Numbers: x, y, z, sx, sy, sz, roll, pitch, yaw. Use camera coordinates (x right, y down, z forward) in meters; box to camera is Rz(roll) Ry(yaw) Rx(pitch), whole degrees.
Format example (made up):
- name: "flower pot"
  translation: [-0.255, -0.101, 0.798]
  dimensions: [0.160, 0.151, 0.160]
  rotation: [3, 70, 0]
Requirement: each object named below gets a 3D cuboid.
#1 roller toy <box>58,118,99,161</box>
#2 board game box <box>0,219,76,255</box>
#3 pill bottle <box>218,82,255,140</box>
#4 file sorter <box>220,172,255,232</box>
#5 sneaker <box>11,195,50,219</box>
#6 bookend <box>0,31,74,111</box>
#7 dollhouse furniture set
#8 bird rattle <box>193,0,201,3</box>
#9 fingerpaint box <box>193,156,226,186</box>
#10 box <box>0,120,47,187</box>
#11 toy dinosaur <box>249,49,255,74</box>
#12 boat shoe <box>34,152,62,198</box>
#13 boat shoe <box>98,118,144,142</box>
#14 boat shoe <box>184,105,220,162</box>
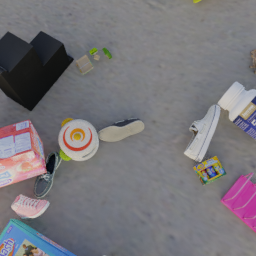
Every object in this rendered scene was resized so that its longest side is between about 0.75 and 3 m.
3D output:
- name: "roller toy"
  translation: [-1.680, 0.399, 9.635]
  dimensions: [1.308, 1.002, 1.434]
  rotation: [4, 72, 0]
- name: "board game box"
  translation: [-2.867, 4.462, 8.351]
  dimensions: [2.956, 0.665, 2.248]
  rotation: [28, 73, 9]
- name: "pill bottle"
  translation: [4.378, -0.534, 9.810]
  dimensions: [2.280, 1.365, 1.365]
  rotation: [41, 75, 14]
- name: "file sorter"
  translation: [4.145, 2.432, 8.870]
  dimensions: [1.746, 1.095, 1.214]
  rotation: [42, 76, 14]
- name: "sneaker"
  translation: [-3.123, 2.408, 8.749]
  dimensions: [0.721, 1.379, 0.519]
  rotation: [54, 35, -21]
- name: "bookend"
  translation: [-3.433, -2.448, 9.765]
  dimensions: [1.275, 2.767, 2.750]
  rotation: [31, 74, 11]
- name: "dollhouse furniture set"
  translation: [-1.358, -2.701, 11.215]
  dimensions: [1.373, 0.530, 0.686]
  rotation: [-31, 80, 9]
- name: "bird rattle"
  translation: [3.669, -6.937, 12.136]
  dimensions: [2.985, 1.682, 2.434]
  rotation: [-32, 57, -14]
- name: "fingerpaint box"
  translation: [2.815, 1.471, 9.636]
  dimensions: [0.856, 0.314, 0.714]
  rotation: [-23, 72, -8]
- name: "box"
  translation: [-4.242, 1.016, 9.059]
  dimensions: [2.796, 1.323, 1.435]
  rotation: [-18, 50, -7]
- name: "toy dinosaur"
  translation: [5.297, -2.619, 11.024]
  dimensions: [0.897, 0.568, 1.324]
  rotation: [-32, 79, -18]
- name: "boat shoe"
  translation: [-2.784, 1.545, 9.504]
  dimensions: [0.598, 0.507, 1.641]
  rotation: [20, 71, 7]
- name: "boat shoe"
  translation: [-0.264, 0.033, 10.161]
  dimensions: [1.695, 0.616, 0.532]
  rotation: [-15, 28, 0]
- name: "boat shoe"
  translation: [2.586, 0.062, 9.912]
  dimensions: [0.776, 0.788, 2.222]
  rotation: [24, 76, 5]
